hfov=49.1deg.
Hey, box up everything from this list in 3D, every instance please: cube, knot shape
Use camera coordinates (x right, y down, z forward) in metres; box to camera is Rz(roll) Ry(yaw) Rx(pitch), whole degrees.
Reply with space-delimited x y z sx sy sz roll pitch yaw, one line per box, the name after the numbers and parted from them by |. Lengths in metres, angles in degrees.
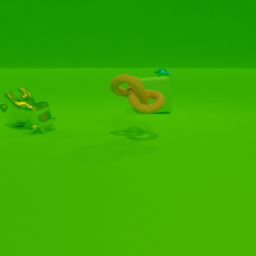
0.947 -1.271 10.579 1.205 1.205 1.205 -5 14 1 | cube
0.255 -0.826 6.765 1.324 0.612 1.239 33 12 3 | knot shape

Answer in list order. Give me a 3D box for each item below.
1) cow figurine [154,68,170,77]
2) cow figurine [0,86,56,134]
1.380 -1.829 11.892 0.697 1.249 1.269 9 58 9 | cow figurine
-2.808 -0.373 7.830 0.871 1.561 1.586 -34 -3 -45 | cow figurine
